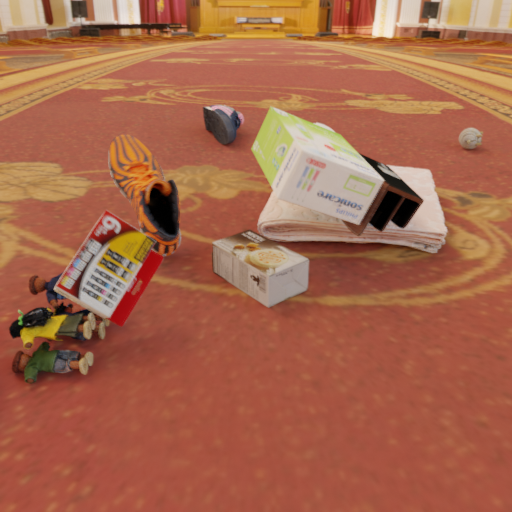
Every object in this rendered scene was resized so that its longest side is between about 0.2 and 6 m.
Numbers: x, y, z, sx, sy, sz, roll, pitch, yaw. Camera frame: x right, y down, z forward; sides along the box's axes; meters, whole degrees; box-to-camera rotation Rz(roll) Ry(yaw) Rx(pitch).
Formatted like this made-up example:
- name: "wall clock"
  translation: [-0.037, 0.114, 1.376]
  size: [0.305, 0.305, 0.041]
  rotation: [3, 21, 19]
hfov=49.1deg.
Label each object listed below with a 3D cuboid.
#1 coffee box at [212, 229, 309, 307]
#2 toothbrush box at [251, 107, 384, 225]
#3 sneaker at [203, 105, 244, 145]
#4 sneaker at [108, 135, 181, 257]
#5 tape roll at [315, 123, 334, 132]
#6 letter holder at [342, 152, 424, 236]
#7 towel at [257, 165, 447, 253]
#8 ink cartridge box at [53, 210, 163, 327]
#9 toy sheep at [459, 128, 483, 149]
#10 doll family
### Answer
- name: "coffee box"
  translation: [0.045, 0.182, 10.209]
  size: [0.951, 0.663, 1.662]
  rotation: [-20, 33, -34]
- name: "toothbrush box"
  translation: [1.088, -1.781, 10.823]
  size: [1.752, 1.036, 2.406]
  rotation: [16, 28, -22]
- name: "sneaker"
  translation: [-0.944, -4.637, 19.207]
  size: [1.286, 1.100, 3.136]
  rotation: [-11, 30, -14]
- name: "sneaker"
  translation: [-2.052, -1.399, 10.837]
  size: [1.042, 2.687, 1.505]
  rotation: [-24, -9, -20]
- name: "tape roll"
  translation: [1.322, -2.224, 12.627]
  size: [1.399, 1.399, 0.961]
  rotation: [0, 21, 0]
- name: "letter holder"
  translation: [2.331, -1.098, 11.219]
  size: [0.871, 1.232, 1.733]
  rotation: [19, 25, -22]
- name: "towel"
  translation: [2.272, -1.285, 13.130]
  size: [3.871, 0.653, 4.053]
  rotation: [6, 28, 10]
- name: "ink cartridge box"
  translation: [-2.173, 0.220, 8.557]
  size: [1.205, 1.372, 0.575]
  rotation: [33, -18, -15]
- name: "toy sheep"
  translation: [6.857, -3.748, 17.919]
  size: [0.736, 0.736, 1.067]
  rotation: [11, 22, 20]
- name: "doll family"
  translation: [-3.039, 0.955, 8.558]
  size: [1.311, 0.890, 2.268]
  rotation: [-1, 24, 3]
